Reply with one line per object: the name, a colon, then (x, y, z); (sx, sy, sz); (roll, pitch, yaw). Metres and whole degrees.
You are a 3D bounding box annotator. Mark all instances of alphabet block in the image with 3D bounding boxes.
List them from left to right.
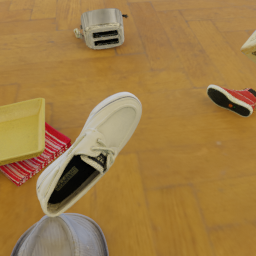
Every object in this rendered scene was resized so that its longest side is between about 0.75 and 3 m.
alphabet block: (3.220, -1.763, 5.733); (1.084, 1.110, 1.090); (37, 98, -3)

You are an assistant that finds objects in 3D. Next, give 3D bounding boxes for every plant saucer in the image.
plant saucer: (-3.558, 0.246, 8.286); (2.384, 0.578, 2.385); (-13, 45, -4)

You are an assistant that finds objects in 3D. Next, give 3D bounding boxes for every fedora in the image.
fedora: (-1.526, 2.710, 5.834); (2.219, 1.133, 2.509); (0, 48, 0)

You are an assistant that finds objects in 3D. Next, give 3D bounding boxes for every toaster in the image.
toaster: (-0.991, -4.281, 12.139); (2.215, 1.259, 1.431); (-7, 52, -2)

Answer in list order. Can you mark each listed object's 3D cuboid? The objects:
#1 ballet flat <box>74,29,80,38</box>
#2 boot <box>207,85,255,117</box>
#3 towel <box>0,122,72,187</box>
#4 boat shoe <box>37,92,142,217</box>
ballet flat: (-2.348, -4.444, 12.963); (0.298, 0.252, 0.787); (-15, 49, -13)
boot: (3.689, -1.191, 9.784); (1.689, 0.612, 1.218); (33, 55, 16)
towel: (-2.848, 0.663, 8.323); (1.447, 0.225, 2.001); (31, 55, 26)
boat shoe: (-0.582, 0.426, 4.596); (2.395, 0.862, 0.787); (-44, 27, -3)
